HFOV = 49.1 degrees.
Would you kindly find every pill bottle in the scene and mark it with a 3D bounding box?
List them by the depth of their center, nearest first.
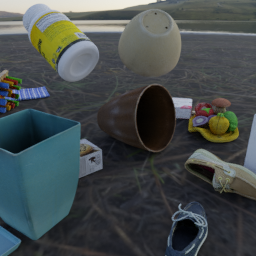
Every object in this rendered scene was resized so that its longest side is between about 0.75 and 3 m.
[{"bbox_3d":[-2.603,-3.273,10.497,1.686,1.686,2.998,-24,63,-42],"label":"pill bottle"}]

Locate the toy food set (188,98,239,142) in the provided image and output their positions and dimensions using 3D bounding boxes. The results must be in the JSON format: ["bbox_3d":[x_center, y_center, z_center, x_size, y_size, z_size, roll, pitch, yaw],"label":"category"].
[{"bbox_3d":[2.998,-0.488,9.817,1.645,0.914,2.797,5,24,11],"label":"toy food set"}]

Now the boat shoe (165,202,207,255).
[{"bbox_3d":[1.074,1.817,5.067,0.633,0.523,1.690,13,27,27],"label":"boat shoe"}]

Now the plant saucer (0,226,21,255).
[{"bbox_3d":[-2.832,1.948,5.222,1.891,0.179,0.661,17,29,31],"label":"plant saucer"}]

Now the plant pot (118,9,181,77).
[{"bbox_3d":[0.904,-3.375,10.399,2.463,2.463,1.653,-2,-19,-6],"label":"plant pot"}]

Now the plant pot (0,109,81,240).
[{"bbox_3d":[-1.823,0.915,5.248,1.435,2.032,1.436,14,27,29],"label":"plant pot"}]

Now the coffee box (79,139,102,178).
[{"bbox_3d":[-1.509,0.873,7.110,1.510,0.603,0.854,-18,29,-35],"label":"coffee box"}]

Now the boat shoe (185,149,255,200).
[{"bbox_3d":[2.180,1.164,6.477,0.655,0.731,1.975,-31,35,-27],"label":"boat shoe"}]

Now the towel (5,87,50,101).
[{"bbox_3d":[-4.852,-1.638,13.291,2.019,0.241,1.462,-9,26,-21],"label":"towel"}]

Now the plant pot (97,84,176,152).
[{"bbox_3d":[0.085,-0.295,8.616,2.063,1.928,1.928,1,19,43],"label":"plant pot"}]

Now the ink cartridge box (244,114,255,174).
[{"bbox_3d":[3.998,0.314,6.900,2.440,1.791,1.011,-17,30,-36],"label":"ink cartridge box"}]

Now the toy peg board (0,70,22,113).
[{"bbox_3d":[-4.852,-1.367,11.266,0.751,1.535,1.529,11,22,-13],"label":"toy peg board"}]

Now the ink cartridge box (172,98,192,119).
[{"bbox_3d":[2.077,-0.796,11.055,0.847,0.493,1.163,5,26,12],"label":"ink cartridge box"}]
